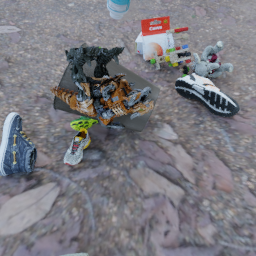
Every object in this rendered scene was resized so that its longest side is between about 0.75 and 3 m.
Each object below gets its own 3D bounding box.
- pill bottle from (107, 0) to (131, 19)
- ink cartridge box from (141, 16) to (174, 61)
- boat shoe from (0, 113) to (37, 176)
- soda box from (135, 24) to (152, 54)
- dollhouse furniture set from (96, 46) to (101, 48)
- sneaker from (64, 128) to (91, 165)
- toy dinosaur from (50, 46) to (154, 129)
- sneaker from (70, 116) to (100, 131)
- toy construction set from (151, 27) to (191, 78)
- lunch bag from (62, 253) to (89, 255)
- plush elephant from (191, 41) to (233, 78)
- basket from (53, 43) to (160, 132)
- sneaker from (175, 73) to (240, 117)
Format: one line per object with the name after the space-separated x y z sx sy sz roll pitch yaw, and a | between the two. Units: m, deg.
-0.294 -4.471 9.630 0.796 1.436 0.796 5 63 -10 | pill bottle
1.310 -3.873 12.143 1.370 1.690 0.424 -12 27 -12 | ink cartridge box
-3.310 0.453 8.704 1.011 0.788 2.227 -3 54 -3 | boat shoe
0.865 -4.187 13.155 0.579 0.619 1.819 14 48 13 | soda box
-1.627 -3.436 12.610 0.753 0.378 0.493 18 49 16 | dollhouse furniture set
-1.613 0.563 8.687 0.538 0.567 1.381 11 48 11 | sneaker
-0.823 -0.957 6.948 2.976 2.020 1.520 -1 14 11 | toy dinosaur
-1.433 -0.303 9.620 1.289 0.477 0.539 -25 49 -34 | sneaker
1.679 -3.073 11.364 1.475 1.919 1.601 -10 39 -2 | toy construction set
-1.408 3.349 5.891 1.359 0.799 1.115 -10 47 -3 | lunch bag
3.182 -2.482 11.110 1.638 1.349 1.268 -12 25 29 | plush elephant
-0.547 -1.143 9.073 2.821 1.918 2.543 23 57 -3 | basket
2.992 -1.328 10.243 1.023 0.942 2.556 -33 55 -30 | sneaker
